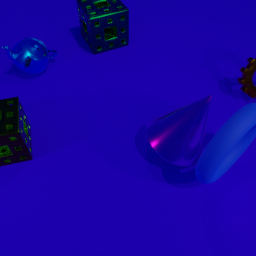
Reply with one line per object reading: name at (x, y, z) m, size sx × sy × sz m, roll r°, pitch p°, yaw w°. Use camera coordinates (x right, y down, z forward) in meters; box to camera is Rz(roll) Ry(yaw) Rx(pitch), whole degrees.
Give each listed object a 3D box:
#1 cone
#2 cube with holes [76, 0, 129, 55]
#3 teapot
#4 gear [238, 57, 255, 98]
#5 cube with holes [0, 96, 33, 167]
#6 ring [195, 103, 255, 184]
cone at (1.483, -0.201, 6.565) m, size 1.603 × 1.609 × 1.603 m, roll 17°, pitch 44°, yaw -17°
cube with holes at (-0.864, -3.676, 9.816) m, size 1.360 × 1.360 × 1.360 m, roll -20°, pitch 54°, yaw -15°
teapot at (-3.041, -2.306, 8.705) m, size 1.872 × 0.916 × 1.164 m, roll -13°, pitch 73°, yaw -44°
gear at (3.834, -1.510, 8.041) m, size 1.311 × 1.311 × 0.242 m, roll -9°, pitch 29°, yaw -7°
cube with holes at (-3.118, 0.126, 6.912) m, size 1.159 × 1.159 × 1.159 m, roll -12°, pitch 52°, yaw -9°
ring at (2.197, 0.357, 5.990) m, size 2.056 × 2.056 × 0.411 m, roll -35°, pitch 60°, yaw -25°
